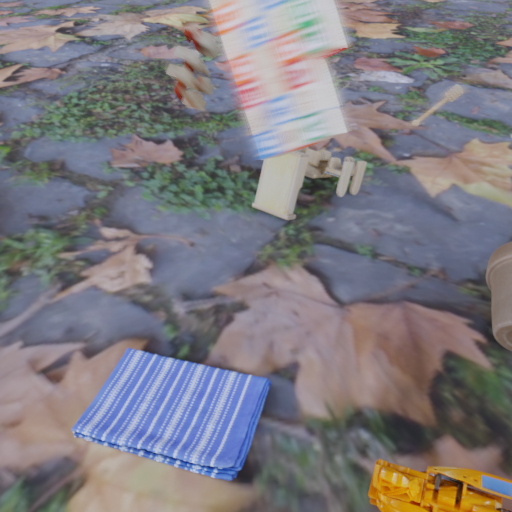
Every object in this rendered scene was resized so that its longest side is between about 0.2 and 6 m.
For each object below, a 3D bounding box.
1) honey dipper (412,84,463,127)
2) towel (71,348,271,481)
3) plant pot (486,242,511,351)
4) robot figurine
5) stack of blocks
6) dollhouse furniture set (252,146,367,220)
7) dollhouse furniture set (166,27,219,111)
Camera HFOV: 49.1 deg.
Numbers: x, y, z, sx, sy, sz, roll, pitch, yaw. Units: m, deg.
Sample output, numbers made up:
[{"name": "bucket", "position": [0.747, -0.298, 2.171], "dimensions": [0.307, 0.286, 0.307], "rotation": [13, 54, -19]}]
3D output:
[{"name": "honey dipper", "position": [3.301, -2.740, 10.309], "dimensions": [0.206, 1.087, 0.206], "rotation": [19, 55, -30]}, {"name": "towel", "position": [-0.947, 1.774, 6.648], "dimensions": [2.025, 0.241, 1.466], "rotation": [10, 36, 13]}, {"name": "plant pot", "position": [3.692, 0.654, 7.489], "dimensions": [1.376, 1.376, 1.200], "rotation": [17, 58, 22]}, {"name": "robot figurine", "position": [2.124, 2.713, 4.533], "dimensions": [2.637, 0.768, 1.912], "rotation": [10, 60, 22]}, {"name": "stack of blocks", "position": [0.436, -2.774, 7.724], "dimensions": [1.458, 2.532, 0.742], "rotation": [-14, 6, 32]}, {"name": "dollhouse furniture set", "position": [0.874, -1.446, 10.740], "dimensions": [1.690, 1.197, 1.840], "rotation": [24, 21, 29]}, {"name": "dollhouse furniture set", "position": [-1.188, -3.426, 10.119], "dimensions": [0.632, 1.227, 1.214], "rotation": [21, 83, 9]}]
